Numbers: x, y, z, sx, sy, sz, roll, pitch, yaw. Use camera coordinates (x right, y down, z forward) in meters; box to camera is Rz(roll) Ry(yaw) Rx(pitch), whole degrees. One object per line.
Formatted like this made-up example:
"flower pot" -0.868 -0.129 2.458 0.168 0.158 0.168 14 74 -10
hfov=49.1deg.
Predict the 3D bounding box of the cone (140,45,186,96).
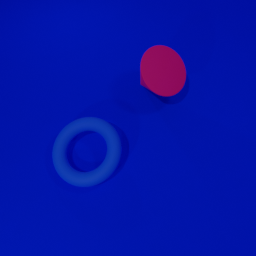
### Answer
"cone" 0.678 -1.432 8.012 1.387 1.392 1.387 3 82 -24

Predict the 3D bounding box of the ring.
"ring" -1.057 0.582 7.147 1.828 0.366 1.828 -4 70 10
